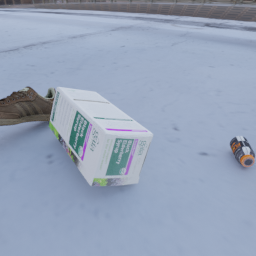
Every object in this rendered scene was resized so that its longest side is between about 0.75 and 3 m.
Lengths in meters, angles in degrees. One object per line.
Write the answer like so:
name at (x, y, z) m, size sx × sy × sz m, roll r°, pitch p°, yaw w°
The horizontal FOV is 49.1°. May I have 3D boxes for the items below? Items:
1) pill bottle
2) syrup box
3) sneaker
pill bottle at (2.736, 0.570, 6.656) m, size 0.438 × 0.438 × 0.825 m, roll 2°, pitch 29°, yaw 3°
syrup box at (-0.791, 0.056, 6.494) m, size 1.189 × 1.150 × 2.921 m, roll 4°, pitch 22°, yaw -33°
sneaker at (-2.958, -0.628, 7.506) m, size 0.920 × 0.986 × 2.611 m, roll 6°, pitch 9°, yaw 31°
